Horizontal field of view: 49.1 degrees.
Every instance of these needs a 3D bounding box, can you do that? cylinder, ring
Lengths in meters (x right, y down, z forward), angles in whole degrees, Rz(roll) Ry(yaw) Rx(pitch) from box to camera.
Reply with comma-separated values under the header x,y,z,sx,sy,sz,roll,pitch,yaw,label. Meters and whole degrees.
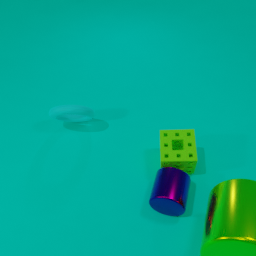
x,y,z,sx,sy,sz,roll,pitch,yaw,label
2.033,1.816,4.943,1.331,1.331,1.331,16,39,13,cylinder
0.904,1.358,5.997,0.769,0.769,0.769,13,51,11,cylinder
-1.433,-0.361,7.231,1.179,1.179,0.236,-1,80,-1,ring

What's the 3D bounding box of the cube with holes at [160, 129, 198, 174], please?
x,y,z,sx,sy,sz,roll,pitch,yaw,label
1.144,0.562,6.517,0.779,0.779,0.779,-2,60,6,cube with holes
